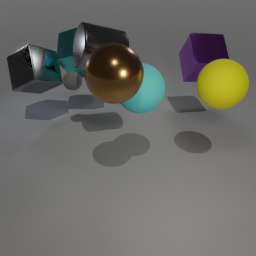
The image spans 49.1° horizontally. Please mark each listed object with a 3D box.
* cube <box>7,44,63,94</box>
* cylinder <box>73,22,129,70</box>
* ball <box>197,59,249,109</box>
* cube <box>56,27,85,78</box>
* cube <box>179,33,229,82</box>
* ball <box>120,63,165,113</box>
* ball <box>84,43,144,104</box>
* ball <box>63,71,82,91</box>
[{"bbox_3d":[-3.643,-2.246,10.992,1.400,1.400,1.400,-15,-6,32],"label":"cube"},{"bbox_3d":[-0.870,-2.442,8.744,1.400,1.400,1.400,3,26,-26],"label":"cylinder"},{"bbox_3d":[2.666,-1.240,7.948,1.400,1.400,1.400,0,30,0],"label":"ball"},{"bbox_3d":[-1.878,-3.008,11.233,1.400,1.400,1.400,-10,63,17],"label":"cube"},{"bbox_3d":[2.997,-2.774,11.193,1.400,1.400,1.400,-1,70,-10],"label":"cube"},{"bbox_3d":[0.334,-1.109,7.878,1.400,1.400,1.400,0,30,0],"label":"ball"},{"bbox_3d":[-0.323,-1.272,6.620,1.400,1.400,1.400,0,30,0],"label":"ball"},{"bbox_3d":[-2.050,-1.734,10.347,0.700,0.700,0.700,0,30,0],"label":"ball"}]
